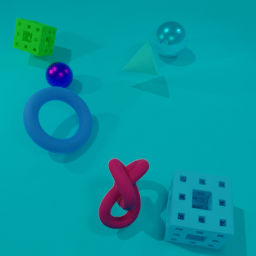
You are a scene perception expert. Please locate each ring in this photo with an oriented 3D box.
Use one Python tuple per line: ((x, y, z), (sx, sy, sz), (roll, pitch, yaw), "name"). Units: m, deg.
((-2.020, -0.260, 8.284), (2.074, 0.415, 2.074), (13, 65, -28), "ring")

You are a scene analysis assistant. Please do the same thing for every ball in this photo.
((-2.394, -1.827, 9.766), (0.953, 0.953, 0.953), (0, 52, 0), "ball")
((1.621, -3.411, 10.751), (1.333, 1.333, 1.333), (0, 52, 0), "ball")

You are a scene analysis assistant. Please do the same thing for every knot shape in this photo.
((-0.101, 1.545, 6.532), (0.828, 1.793, 1.678), (13, 94, 13), "knot shape")

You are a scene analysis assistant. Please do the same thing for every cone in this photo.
((0.305, -2.149, 9.516), (1.183, 1.178, 1.178), (-17, 50, 15), "cone")

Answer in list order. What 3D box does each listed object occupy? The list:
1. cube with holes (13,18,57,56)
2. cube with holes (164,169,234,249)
((-3.507, -3.426, 10.601), (1.069, 1.069, 1.069), (20, 20, 8), "cube with holes")
((1.613, 1.920, 6.572), (1.290, 1.290, 1.290), (7, 55, 6), "cube with holes")
